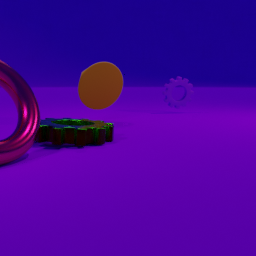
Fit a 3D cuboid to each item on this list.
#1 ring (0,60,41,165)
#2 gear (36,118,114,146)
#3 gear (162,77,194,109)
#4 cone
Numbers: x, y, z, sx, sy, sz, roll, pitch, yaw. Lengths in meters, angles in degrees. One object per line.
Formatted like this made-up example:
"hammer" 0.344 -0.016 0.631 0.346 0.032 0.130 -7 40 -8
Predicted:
"ring" -2.141 -0.315 4.204 0.366 1.831 1.831 -25 -6 34
"gear" -1.174 0.042 5.959 1.736 0.321 1.736 4 8 -1
"gear" 2.016 -1.413 11.274 1.250 1.250 0.231 -2 18 -13
"cone" -1.157 -1.534 8.814 1.478 1.478 1.484 -6 29 -32
